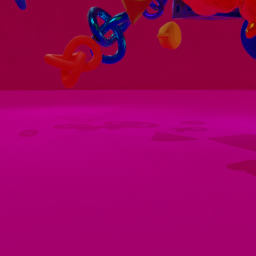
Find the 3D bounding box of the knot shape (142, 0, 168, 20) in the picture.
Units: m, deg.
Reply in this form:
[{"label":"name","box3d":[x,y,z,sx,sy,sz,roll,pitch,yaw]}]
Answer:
[{"label":"knot shape","box3d":[0.807,-3.958,8.875,1.115,1.043,0.515,7,0,-28]}]

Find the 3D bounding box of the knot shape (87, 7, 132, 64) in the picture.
[{"label":"knot shape","box3d":[-0.518,-3.283,9.508,1.826,1.952,0.902,-42,50,-20]}]

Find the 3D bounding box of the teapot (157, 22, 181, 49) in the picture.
[{"label":"teapot","box3d":[1.464,-3.277,10.024,0.742,0.943,1.516,0,13,32]}]

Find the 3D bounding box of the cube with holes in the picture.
[{"label":"cube with holes","box3d":[2.072,-3.382,6.769,1.380,1.380,1.380,-9,21,-26]}]

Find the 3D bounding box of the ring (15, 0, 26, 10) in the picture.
[{"label":"ring","box3d":[-3.310,-4.050,8.288,0.213,1.065,1.065,-26,16,-16]}]

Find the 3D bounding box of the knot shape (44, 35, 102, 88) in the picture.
[{"label":"knot shape","box3d":[-1.813,-2.102,8.745,1.659,1.773,0.819,12,-31,25]}]

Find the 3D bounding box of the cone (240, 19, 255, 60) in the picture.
[{"label":"cone","box3d":[3.674,-2.482,6.519,1.489,1.483,1.483,-47,32,-23]}]

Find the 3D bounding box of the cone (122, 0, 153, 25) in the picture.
[{"label":"cone","box3d":[0.192,-3.335,7.760,1.094,1.094,1.098,-1,-35,-8]}]

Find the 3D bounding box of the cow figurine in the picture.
[{"label":"cow figurine","box3d":[1.655,-2.142,4.526,0.931,1.669,1.696,-45,10,-4]}]
